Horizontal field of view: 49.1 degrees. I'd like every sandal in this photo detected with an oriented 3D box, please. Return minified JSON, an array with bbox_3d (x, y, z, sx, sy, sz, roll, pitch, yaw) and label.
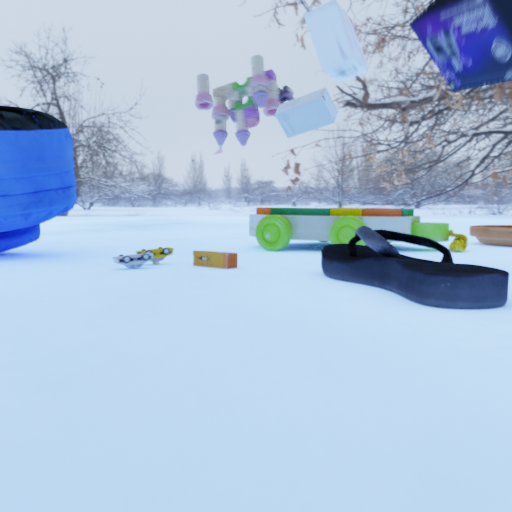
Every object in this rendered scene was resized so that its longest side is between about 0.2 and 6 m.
[{"bbox_3d":[1.517,0.006,5.706,1.068,0.601,2.809,-1,5,-17],"label":"sandal"}]

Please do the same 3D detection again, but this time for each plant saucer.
[{"bbox_3d":[5.884,-0.424,11.822,2.603,0.420,2.603,1,5,0],"label":"plant saucer"}]

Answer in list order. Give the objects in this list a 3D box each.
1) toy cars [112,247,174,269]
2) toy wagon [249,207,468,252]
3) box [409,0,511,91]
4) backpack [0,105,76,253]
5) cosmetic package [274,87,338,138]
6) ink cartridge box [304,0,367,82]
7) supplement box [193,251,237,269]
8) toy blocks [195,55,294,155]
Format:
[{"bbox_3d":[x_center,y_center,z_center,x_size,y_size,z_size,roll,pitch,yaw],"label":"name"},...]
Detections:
[{"bbox_3d":[-1.497,0.049,7.535,0.469,0.232,1.046,-2,7,21],"label":"toy cars"},{"bbox_3d":[1.986,-0.553,10.950,4.079,0.807,3.165,2,6,25],"label":"toy wagon"},{"bbox_3d":[2.858,-2.815,7.071,0.662,1.186,1.680,-44,16,-2],"label":"box"},{"bbox_3d":[-4.353,-1.256,9.098,2.928,2.457,2.379,6,20,29],"label":"backpack"},{"bbox_3d":[0.910,-2.580,10.150,0.995,0.562,0.404,-11,39,30],"label":"cosmetic package"},{"bbox_3d":[0.991,-2.582,6.817,0.414,0.710,0.981,-18,3,22],"label":"ink cartridge box"},{"bbox_3d":[-0.554,0.049,7.470,0.660,0.220,0.227,5,7,39],"label":"supplement box"},{"bbox_3d":[-0.179,-3.112,12.336,1.742,1.569,1.864,-11,-15,24],"label":"toy blocks"}]
